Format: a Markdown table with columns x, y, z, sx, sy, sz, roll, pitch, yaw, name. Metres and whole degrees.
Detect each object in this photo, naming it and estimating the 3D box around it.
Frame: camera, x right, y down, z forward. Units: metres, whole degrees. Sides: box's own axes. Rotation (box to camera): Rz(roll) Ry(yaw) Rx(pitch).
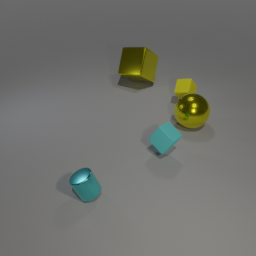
| x | y | z | sx | sy | sz | roll | pitch | yaw | name |
| --- | --- | --- | --- | --- | --- | --- | --- | --- | --- |
| 0.536 | -3.198 | 14.219 | 1.400 | 1.400 | 1.400 | 10 | 0 | 34 | cube |
| 2.588 | -1.740 | 12.576 | 0.700 | 0.700 | 0.700 | 5 | 72 | 36 | cube |
| 2.525 | -0.672 | 11.059 | 1.400 | 1.400 | 1.400 | 0 | 33 | 0 | ball |
| 1.264 | 0.326 | 9.473 | 0.700 | 0.700 | 0.700 | 47 | 37 | 13 | cube |
| -1.217 | 1.618 | 8.031 | 0.700 | 0.700 | 0.700 | -21 | 28 | 12 | cylinder |
